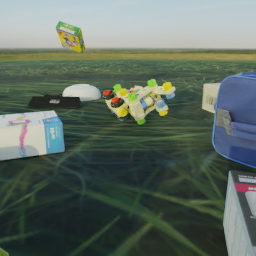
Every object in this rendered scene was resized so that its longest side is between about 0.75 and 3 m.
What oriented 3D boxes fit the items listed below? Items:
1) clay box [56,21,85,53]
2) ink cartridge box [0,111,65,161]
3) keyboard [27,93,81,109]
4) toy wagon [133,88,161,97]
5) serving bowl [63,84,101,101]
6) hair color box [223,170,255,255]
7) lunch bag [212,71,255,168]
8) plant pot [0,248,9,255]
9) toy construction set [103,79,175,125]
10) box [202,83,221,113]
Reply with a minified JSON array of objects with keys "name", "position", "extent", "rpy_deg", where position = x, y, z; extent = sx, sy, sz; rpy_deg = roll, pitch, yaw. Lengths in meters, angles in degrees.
[{"name":"clay box","position":[-2.080,-3.260,10.323],"extent":[0.845,0.350,1.471],"rpy_deg":[20,-14,3]},{"name":"ink cartridge box","position":[-2.583,0.150,6.776],"extent":[1.827,0.773,1.321],"rpy_deg":[-8,19,-21]},{"name":"keyboard","position":[-2.975,-1.005,11.586],"extent":[2.108,0.418,1.097],"rpy_deg":[2,40,3]},{"name":"toy wagon","position":[0.916,-1.826,14.105],"extent":[1.516,0.300,1.176],"rpy_deg":[1,17,3]},{"name":"serving bowl","position":[-2.201,-1.731,13.291],"extent":[1.829,0.602,1.829],"rpy_deg":[0,18,0]},{"name":"hair color box","position":[1.740,1.431,2.344],"extent":[1.467,0.899,2.964],"rpy_deg":[4,18,11]},{"name":"lunch bag","position":[3.140,-0.180,5.805],"extent":[1.907,1.958,2.882],"rpy_deg":[-15,23,-41]},{"name":"plant pot","position":[-1.804,1.279,1.712],"extent":[1.756,1.910,1.910],"rpy_deg":[9,16,-6]},{"name":"toy construction set","position":[0.263,-1.024,9.684],"extent":[1.904,1.338,2.903],"rpy_deg":[-28,15,-9]},{"name":"box","position":[4.323,-1.210,10.837],"extent":[2.596,1.009,1.232],"rpy_deg":[-5,18,-17]}]
